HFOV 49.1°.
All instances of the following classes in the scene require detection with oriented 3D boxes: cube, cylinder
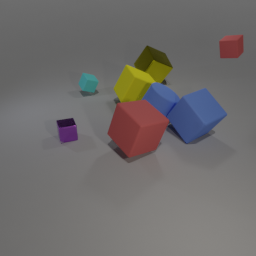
[{"bbox_3d":[2.684,-0.487,11.041,1.400,1.400,1.400,-22,69,-34],"label":"cube"},{"bbox_3d":[0.339,-0.020,10.058,1.400,1.400,1.400,-12,44,-40],"label":"cube"},{"bbox_3d":[1.397,-3.477,15.705,1.400,1.400,1.400,12,43,-33],"label":"cube"},{"bbox_3d":[-2.453,0.092,11.277,0.700,0.700,0.700,-10,32,-17],"label":"cube"},{"bbox_3d":[0.361,-1.923,13.360,1.400,1.400,1.400,16,27,-30],"label":"cube"},{"bbox_3d":[1.266,-0.978,11.934,1.400,1.400,1.400,25,30,-15],"label":"cylinder"},{"bbox_3d":[-2.073,-2.370,14.689,0.700,0.700,0.700,5,35,-38],"label":"cube"},{"bbox_3d":[4.028,-3.163,10.891,0.700,0.700,0.700,10,36,37],"label":"cube"}]
